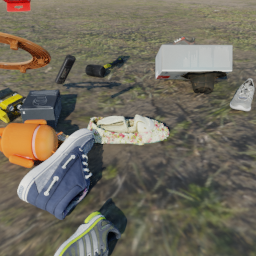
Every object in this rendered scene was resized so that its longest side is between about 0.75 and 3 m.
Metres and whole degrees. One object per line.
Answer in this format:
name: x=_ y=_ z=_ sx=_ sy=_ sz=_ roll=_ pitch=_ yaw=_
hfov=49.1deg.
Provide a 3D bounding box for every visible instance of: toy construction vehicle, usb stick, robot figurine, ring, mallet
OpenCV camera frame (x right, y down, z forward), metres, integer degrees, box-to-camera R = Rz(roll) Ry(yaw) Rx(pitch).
toy construction vehicle: x=-5.194 y=-0.586 z=9.668 sx=2.291 sy=0.927 sz=2.632 roll=27 pitch=42 yaw=19
usb stick: x=-1.547 y=-1.418 z=6.875 sx=0.262 sy=0.945 sz=0.154 roll=-1 pitch=59 yaw=-35
robot figurine: x=-2.742 y=0.397 z=7.785 sx=1.774 sy=1.034 sz=1.276 roll=2 pitch=18 yaw=6
ring: x=-3.126 y=-1.721 z=6.674 sx=2.497 sy=0.240 sz=2.497 roll=2 pitch=-5 yaw=0
mallet: x=-1.128 y=-3.121 z=13.999 sx=0.900 sy=0.563 sz=2.734 roll=8 pitch=28 yaw=20

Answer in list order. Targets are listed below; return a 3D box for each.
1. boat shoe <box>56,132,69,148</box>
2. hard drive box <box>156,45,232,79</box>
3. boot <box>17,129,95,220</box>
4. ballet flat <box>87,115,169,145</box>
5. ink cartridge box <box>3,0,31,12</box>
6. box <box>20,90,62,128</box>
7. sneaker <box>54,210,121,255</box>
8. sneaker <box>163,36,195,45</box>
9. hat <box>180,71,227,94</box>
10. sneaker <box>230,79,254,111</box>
boat shoe: x=-2.038 y=0.352 z=8.435 sx=1.217 sy=0.449 sz=0.421 roll=22 pitch=35 yaw=16
hard drive box: x=2.659 y=-2.741 z=11.887 sx=2.790 sy=1.071 sz=2.174 roll=0 pitch=2 yaw=0
boot: x=-1.315 y=1.067 z=6.982 sx=1.216 sy=0.979 sz=2.691 roll=26 pitch=42 yaw=15
ballet flat: x=0.015 y=0.016 z=8.549 sx=2.612 sy=0.835 sz=0.988 roll=-4 pitch=41 yaw=-6
ink cartridge box: x=-2.687 y=-3.368 z=6.642 sx=0.625 sy=1.077 sz=0.362 roll=-1 pitch=6 yaw=4
box: x=-2.958 y=-0.679 z=9.715 sx=1.076 sy=0.776 sz=1.449 roll=-2 pitch=32 yaw=-3
sneaker: x=-0.772 y=2.298 z=5.107 sx=0.735 sy=0.671 sz=1.815 roll=18 pitch=38 yaw=22
sneaker: x=3.029 y=-5.110 z=16.740 sx=2.074 sy=0.849 sz=0.799 roll=-5 pitch=32 yaw=-8
hat: x=3.024 y=-1.795 z=11.272 sx=1.950 sy=0.787 sz=1.950 roll=-1 pitch=2 yaw=0
sneaker: x=4.374 y=-1.287 z=10.650 sx=0.745 sy=0.818 sz=1.995 roll=13 pitch=34 yaw=20
